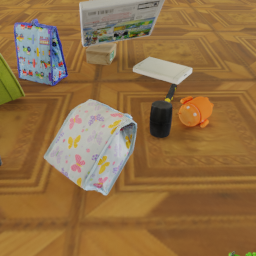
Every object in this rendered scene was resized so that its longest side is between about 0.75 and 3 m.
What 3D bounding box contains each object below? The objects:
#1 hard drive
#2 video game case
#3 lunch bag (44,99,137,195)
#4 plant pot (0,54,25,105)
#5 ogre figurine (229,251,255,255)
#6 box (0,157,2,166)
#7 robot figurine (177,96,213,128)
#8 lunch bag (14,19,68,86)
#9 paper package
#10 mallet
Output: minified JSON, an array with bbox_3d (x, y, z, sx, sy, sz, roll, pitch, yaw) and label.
[{"bbox_3d":[1.315,-2.218,10.661,1.887,0.252,1.245,22,42,28],"label":"hard drive"},{"bbox_3d":[-0.301,-3.937,10.324,2.888,2.633,0.318,-13,82,-10],"label":"video game case"},{"bbox_3d":[-0.689,0.334,5.958,1.431,1.073,1.688,25,86,34],"label":"lunch bag"},{"bbox_3d":[-4.417,-1.327,8.211,1.882,1.955,1.955,-34,46,-19],"label":"plant pot"},{"bbox_3d":[2.026,2.372,4.200,1.155,0.567,0.692,40,32,23],"label":"ogre figurine"},{"bbox_3d":[-4.366,1.134,5.666,2.469,0.618,2.488,9,37,6],"label":"box"},{"bbox_3d":[1.912,-0.459,7.902,1.172,0.843,0.683,-28,24,-33],"label":"robot figurine"},{"bbox_3d":[-3.131,-2.715,9.786,1.562,2.075,0.976,14,39,19],"label":"lunch bag"},{"bbox_3d":[-1.099,-3.122,11.617,1.062,0.577,1.114,7,36,10],"label":"paper package"},{"bbox_3d":[1.159,-0.857,8.235,0.585,0.937,2.844,9,37,13],"label":"mallet"}]
